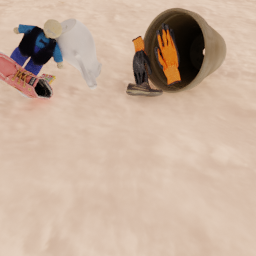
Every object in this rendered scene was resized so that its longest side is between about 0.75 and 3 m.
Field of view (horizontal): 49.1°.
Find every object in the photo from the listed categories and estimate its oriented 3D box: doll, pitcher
[{"bbox_3d":[-3.003,-2.511,9.277,1.916,2.808,0.680,34,40,-23],"label":"doll"},{"bbox_3d":[-1.642,-2.518,9.737,1.285,2.119,1.818,-22,46,7],"label":"pitcher"}]

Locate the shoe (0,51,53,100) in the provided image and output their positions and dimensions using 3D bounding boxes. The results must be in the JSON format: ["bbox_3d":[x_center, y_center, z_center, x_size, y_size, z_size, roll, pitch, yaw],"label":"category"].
[{"bbox_3d":[-3.266,-1.574,8.576,1.029,2.262,0.808,12,72,26],"label":"shoe"}]

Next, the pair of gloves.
[{"bbox_3d":[0.819,-2.217,9.173,0.271,1.950,2.188,-11,2,-36],"label":"pair of gloves"}]

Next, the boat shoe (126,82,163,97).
[{"bbox_3d":[0.556,-1.312,9.367,1.245,0.456,0.464,4,-4,1],"label":"boat shoe"}]

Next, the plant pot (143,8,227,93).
[{"bbox_3d":[2.197,-2.686,9.842,2.318,2.671,2.671,-16,40,-42],"label":"plant pot"}]

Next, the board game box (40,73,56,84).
[{"bbox_3d":[-3.133,-1.644,10.213,0.517,0.162,1.082,14,45,12],"label":"board game box"}]
